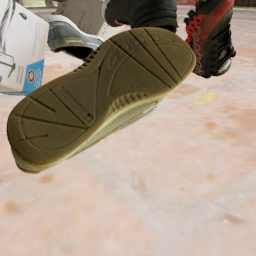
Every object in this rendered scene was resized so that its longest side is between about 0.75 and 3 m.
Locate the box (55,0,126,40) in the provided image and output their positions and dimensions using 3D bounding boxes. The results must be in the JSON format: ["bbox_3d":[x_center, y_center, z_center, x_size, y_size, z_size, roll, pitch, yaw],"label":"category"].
[{"bbox_3d":[-0.785,-4.321,9.382,2.684,1.754,2.670,-47,6,-27],"label":"box"}]

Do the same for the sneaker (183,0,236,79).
[{"bbox_3d":[1.611,-1.647,5.346,0.856,2.423,1.184,-41,81,-7],"label":"sneaker"}]

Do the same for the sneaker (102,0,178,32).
[{"bbox_3d":[0.127,-1.971,5.142,0.777,1.090,2.199,-6,1,-28],"label":"sneaker"}]

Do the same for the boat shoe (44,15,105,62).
[{"bbox_3d":[-1.053,-1.744,6.382,0.814,0.690,2.235,-21,-15,23],"label":"boat shoe"}]

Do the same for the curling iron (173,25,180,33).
[{"bbox_3d":[0.700,-3.180,8.050,0.734,0.378,2.960,44,27,20],"label":"curling iron"}]

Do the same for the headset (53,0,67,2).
[{"bbox_3d":[-1.917,-4.146,7.319,1.237,0.942,2.004,28,42,-30],"label":"headset"}]

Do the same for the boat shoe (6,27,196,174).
[{"bbox_3d":[-0.230,-0.436,3.814,1.070,0.923,2.934,47,61,4],"label":"boat shoe"}]

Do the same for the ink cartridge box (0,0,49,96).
[{"bbox_3d":[-2.176,-1.314,4.248,0.786,1.362,1.865,6,-2,24],"label":"ink cartridge box"}]
